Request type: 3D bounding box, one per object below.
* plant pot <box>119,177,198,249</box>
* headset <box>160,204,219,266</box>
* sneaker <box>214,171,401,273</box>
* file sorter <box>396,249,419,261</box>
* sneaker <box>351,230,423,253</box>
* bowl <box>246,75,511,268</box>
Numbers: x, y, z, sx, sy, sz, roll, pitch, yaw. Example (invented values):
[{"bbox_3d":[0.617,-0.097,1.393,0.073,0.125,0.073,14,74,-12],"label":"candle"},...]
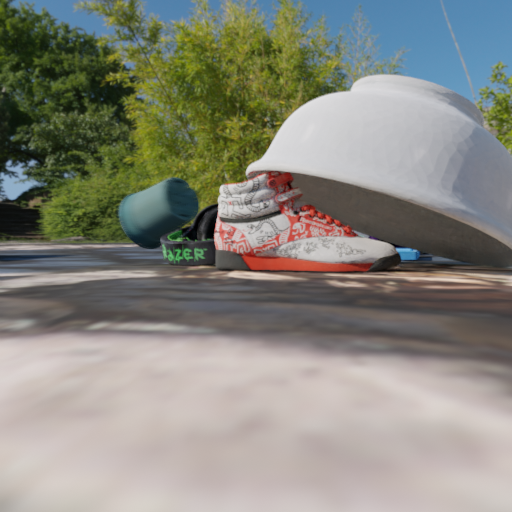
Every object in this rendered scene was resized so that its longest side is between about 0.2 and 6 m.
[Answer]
[{"bbox_3d":[-2.193,-1.064,13.065,1.416,1.446,1.446,-24,-14,38],"label":"plant pot"},{"bbox_3d":[-0.176,-0.488,7.687,1.558,1.186,2.523,2,14,39],"label":"headset"},{"bbox_3d":[0.509,-0.356,5.750,1.920,1.029,0.641,0,2,10],"label":"sneaker"},{"bbox_3d":[1.974,-0.602,9.431,1.488,1.316,2.145,1,2,17],"label":"file sorter"},{"bbox_3d":[3.776,-0.504,12.118,3.482,1.296,1.524,-11,15,-13],"label":"sneaker"},{"bbox_3d":[1.577,-1.025,6.265,3.155,1.418,3.155,20,-1,0],"label":"bowl"}]
